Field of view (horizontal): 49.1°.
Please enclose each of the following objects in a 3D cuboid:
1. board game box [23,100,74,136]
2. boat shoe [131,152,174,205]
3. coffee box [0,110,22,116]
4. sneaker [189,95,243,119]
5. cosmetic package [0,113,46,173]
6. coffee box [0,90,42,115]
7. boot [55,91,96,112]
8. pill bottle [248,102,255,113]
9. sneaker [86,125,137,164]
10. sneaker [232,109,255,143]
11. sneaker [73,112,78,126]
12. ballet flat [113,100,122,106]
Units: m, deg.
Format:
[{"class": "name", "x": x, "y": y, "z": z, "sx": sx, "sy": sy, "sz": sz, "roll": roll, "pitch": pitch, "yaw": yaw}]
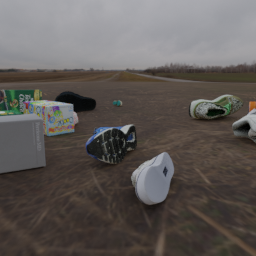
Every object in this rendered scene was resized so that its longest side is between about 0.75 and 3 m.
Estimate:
[{"class": "board game box", "x": -2.823, "y": -0.406, "z": 9.870, "sx": 1.000, "sy": 0.982, "sz": 1.907, "roll": -11, "pitch": 16, "yaw": -41}, {"class": "boat shoe", "x": 0.362, "y": 0.897, "z": 4.964, "sx": 0.587, "sy": 0.596, "sz": 1.680, "roll": -25, "pitch": 6, "yaw": 22}, {"class": "coffee box", "x": -5.305, "y": -0.326, "z": 10.698, "sx": 2.204, "sy": 0.485, "sz": 1.355, "roll": -6, "pitch": 13, "yaw": -30}, {"class": "sneaker", "x": 3.991, "y": -0.743, "z": 12.060, "sx": 2.635, "sy": 1.013, "sz": 1.167, "roll": -11, "pitch": 25, "yaw": -17}, {"class": "cosmetic package", "x": -2.896, "y": 0.353, "z": 5.917, "sx": 2.131, "sy": 1.138, "sz": 0.961, "roll": -8, "pitch": 14, "yaw": -25}, {"class": "coffee box", "x": -4.922, "y": -1.122, "z": 12.625, "sx": 2.016, "sy": 1.240, "sz": 0.443, "roll": 1, "pitch": 3, "yaw": -2}, {"class": "boot", "x": -3.159, "y": -1.426, "z": 14.787, "sx": 2.401, "sy": 0.917, "sz": 2.017, "roll": -2, "pitch": 13, "yaw": -44}, {"class": "pill bottle", "x": 5.620, "y": -0.592, "z": 10.530, "sx": 2.031, "sy": 1.079, "sz": 1.079, "roll": 5, "pitch": 13, "yaw": 19}, {"class": "sneaker", "x": -0.509, "y": 0.391, "z": 6.905, "sx": 0.959, "sy": 0.845, "sz": 2.152, "roll": -6, "pitch": 2, "yaw": 20}, {"class": "sneaker", "x": 4.131, "y": 0.115, "z": 7.760, "sx": 1.137, "sy": 1.054, "sz": 2.805, "roll": -16, "pitch": 12, "yaw": -20}, {"class": "sneaker", "x": -2.142, "y": -0.340, "z": 10.556, "sx": 0.778, "sy": 0.560, "sz": 1.488, "roll": -14, "pitch": 13, "yaw": -31}, {"class": "ballet flat", "x": -0.539, "y": -1.459, "z": 16.564, "sx": 0.360, "sy": 0.360, "sz": 1.036, "roll": -6, "pitch": 13, "yaw": -27}]
